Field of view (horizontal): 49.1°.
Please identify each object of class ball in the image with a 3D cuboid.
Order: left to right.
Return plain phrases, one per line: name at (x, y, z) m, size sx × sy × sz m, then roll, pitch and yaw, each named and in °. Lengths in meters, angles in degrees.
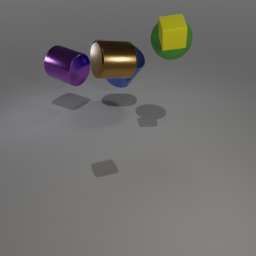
ball at (1.469, -3.034, 9.476) m, size 1.400 × 1.400 × 1.400 m, roll 0°, pitch 30°, yaw 0°

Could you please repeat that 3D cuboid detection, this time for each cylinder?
cylinder at (-2.557, -2.640, 11.875) m, size 1.400 × 1.400 × 1.400 m, roll 24°, pitch 37°, yaw 23°
cylinder at (-0.288, -1.305, 5.370) m, size 0.700 × 0.700 × 0.700 m, roll -6°, pitch 30°, yaw -25°
cylinder at (-0.200, -2.692, 12.056) m, size 1.400 × 1.400 × 1.400 m, roll 17°, pitch 53°, yaw -24°

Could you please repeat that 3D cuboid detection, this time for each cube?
cube at (1.300, -2.797, 8.198) m, size 0.700 × 0.700 × 0.700 m, roll -7°, pitch 53°, yaw 1°
